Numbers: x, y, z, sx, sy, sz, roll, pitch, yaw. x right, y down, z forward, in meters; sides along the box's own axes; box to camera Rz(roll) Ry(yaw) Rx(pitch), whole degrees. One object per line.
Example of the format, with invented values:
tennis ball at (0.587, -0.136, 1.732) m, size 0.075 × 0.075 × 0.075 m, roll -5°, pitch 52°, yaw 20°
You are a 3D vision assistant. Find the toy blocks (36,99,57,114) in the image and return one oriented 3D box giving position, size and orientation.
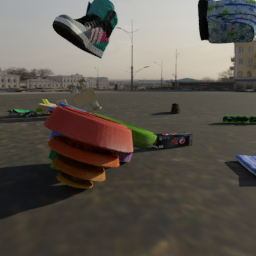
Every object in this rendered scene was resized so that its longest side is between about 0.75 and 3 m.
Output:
toy blocks at (-3.334, -0.836, 12.346) m, size 0.924 × 0.676 × 1.352 m, roll 12°, pitch 9°, yaw 4°

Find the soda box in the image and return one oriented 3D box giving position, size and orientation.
soda box at (0.969, 0.262, 6.145) m, size 0.873 × 0.277 × 0.309 m, roll -3°, pitch 8°, yaw -23°

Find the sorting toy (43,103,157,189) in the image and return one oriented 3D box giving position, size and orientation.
sorting toy at (-0.524, 0.319, 4.318) m, size 1.502 × 1.026 × 2.499 m, roll 19°, pitch 2°, yaw 17°

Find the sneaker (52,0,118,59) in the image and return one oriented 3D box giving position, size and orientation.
sneaker at (-1.019, -2.938, 7.681) m, size 1.044 × 1.508 × 2.497 m, roll 26°, pitch 6°, yaw 12°

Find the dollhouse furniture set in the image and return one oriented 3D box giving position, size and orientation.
dollhouse furniture set at (-2.010, -1.098, 11.375) m, size 1.629 × 1.428 × 1.082 m, roll -31°, pitch 17°, yaw -16°

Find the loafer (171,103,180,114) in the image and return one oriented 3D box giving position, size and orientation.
loafer at (2.264, -0.946, 13.211) m, size 0.462 × 0.452 × 1.266 m, roll 1°, pitch 9°, yaw 5°

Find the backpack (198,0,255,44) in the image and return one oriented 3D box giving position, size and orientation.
backpack at (3.405, -3.542, 9.340) m, size 1.958 × 1.505 × 1.597 m, roll -8°, pitch -26°, yaw 11°

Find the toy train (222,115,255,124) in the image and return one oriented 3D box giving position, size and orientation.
toy train at (3.967, -0.296, 9.750) m, size 1.379 × 0.288 × 0.389 m, roll 1°, pitch -1°, yaw 7°

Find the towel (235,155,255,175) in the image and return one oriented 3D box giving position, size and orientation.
towel at (2.691, 0.579, 4.448) m, size 1.597 × 0.190 × 1.156 m, roll 0°, pitch 8°, yaw 3°

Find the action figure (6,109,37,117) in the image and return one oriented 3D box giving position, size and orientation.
action figure at (-4.276, -0.621, 11.563) m, size 0.725 × 0.336 × 1.227 m, roll 5°, pitch 5°, yaw 36°
